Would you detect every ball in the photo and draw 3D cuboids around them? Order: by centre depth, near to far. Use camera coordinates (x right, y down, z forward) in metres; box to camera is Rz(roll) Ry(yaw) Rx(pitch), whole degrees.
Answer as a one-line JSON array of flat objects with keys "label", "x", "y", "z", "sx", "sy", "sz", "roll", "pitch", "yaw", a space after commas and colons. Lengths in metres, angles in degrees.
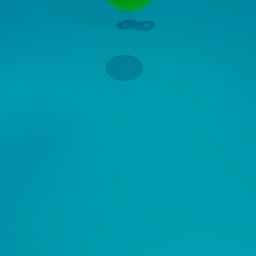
[{"label": "ball", "x": 0.017, "y": -3.129, "z": 5.827, "sx": 1.353, "sy": 1.353, "sz": 1.353, "roll": 0, "pitch": 50, "yaw": 0}]
